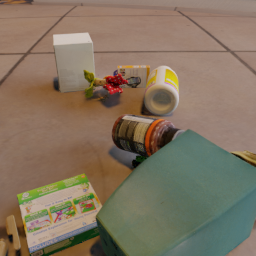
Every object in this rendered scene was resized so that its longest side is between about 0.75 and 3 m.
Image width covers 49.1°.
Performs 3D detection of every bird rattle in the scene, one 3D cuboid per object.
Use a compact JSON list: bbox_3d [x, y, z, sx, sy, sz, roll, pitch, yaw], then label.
[{"bbox_3d":[-0.895,-2.050,12.331,2.183,1.230,1.779,-2,9,28],"label":"bird rattle"}]

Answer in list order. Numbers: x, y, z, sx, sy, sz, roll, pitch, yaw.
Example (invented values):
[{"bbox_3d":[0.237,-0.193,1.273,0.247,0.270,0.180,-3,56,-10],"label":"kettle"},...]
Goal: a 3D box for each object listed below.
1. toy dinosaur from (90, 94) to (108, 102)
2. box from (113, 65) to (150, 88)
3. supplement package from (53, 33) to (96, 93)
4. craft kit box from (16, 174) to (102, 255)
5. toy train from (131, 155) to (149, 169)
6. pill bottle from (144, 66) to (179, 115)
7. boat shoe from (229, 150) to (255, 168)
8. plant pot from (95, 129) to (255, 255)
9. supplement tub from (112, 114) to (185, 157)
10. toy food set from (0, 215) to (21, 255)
[{"bbox_3d":[-1.200,-1.289,12.453,0.930,0.271,0.470,-19,22,-36],"label":"toy dinosaur"},{"bbox_3d":[0.170,-2.460,13.438,1.735,1.033,0.360,1,33,0],"label":"box"},{"bbox_3d":[-2.539,-3.131,13.320,1.722,2.269,1.710,-7,34,-11],"label":"supplement package"},{"bbox_3d":[-1.665,2.119,7.054,1.903,0.462,1.879,-15,39,-21],"label":"craft kit box"},{"bbox_3d":[1.444,1.226,8.298,2.713,0.566,0.765,11,23,19],"label":"toy train"},{"bbox_3d":[1.471,-1.744,12.028,1.384,1.384,2.656,5,34,7],"label":"pill bottle"},{"bbox_3d":[3.735,1.025,8.154,0.572,0.663,1.818,-25,16,-19],"label":"boat shoe"},{"bbox_3d":[0.963,1.900,6.027,2.991,2.114,2.113,-27,42,-25],"label":"plant pot"},{"bbox_3d":[0.644,0.280,8.375,2.247,1.202,1.202,12,32,44],"label":"supplement tub"},{"bbox_3d":[-3.456,2.829,6.093,2.176,0.343,1.383,-22,38,-18],"label":"toy food set"}]
